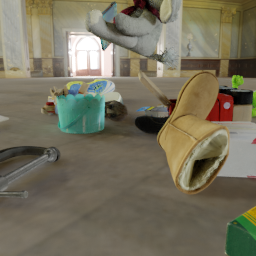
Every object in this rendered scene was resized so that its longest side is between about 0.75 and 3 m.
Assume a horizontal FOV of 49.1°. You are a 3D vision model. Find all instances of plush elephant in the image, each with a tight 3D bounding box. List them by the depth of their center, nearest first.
[{"bbox_3d":[0.416,-2.911,6.950,2.620,2.029,2.158,22,13,-1],"label":"plush elephant"}]

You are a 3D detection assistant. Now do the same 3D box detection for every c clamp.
[{"bbox_3d":[-2.001,0.715,4.901,1.971,0.312,2.307,-2,13,14],"label":"c clamp"}]

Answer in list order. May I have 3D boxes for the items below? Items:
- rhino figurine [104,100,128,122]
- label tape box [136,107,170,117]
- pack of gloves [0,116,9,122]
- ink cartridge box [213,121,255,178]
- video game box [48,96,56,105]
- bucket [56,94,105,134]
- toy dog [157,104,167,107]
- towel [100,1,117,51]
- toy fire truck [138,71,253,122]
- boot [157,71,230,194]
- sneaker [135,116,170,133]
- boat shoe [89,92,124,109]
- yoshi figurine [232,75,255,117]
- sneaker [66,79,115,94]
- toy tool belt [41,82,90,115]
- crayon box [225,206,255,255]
[{"bbox_3d":[-0.551,-0.673,10.072,0.989,0.676,2.262,8,9,-8],"label":"rhino figurine"},{"bbox_3d":[1.089,-0.421,9.429,1.462,0.483,1.047,2,12,17],"label":"label tape box"},{"bbox_3d":[-5.022,-0.060,8.426,1.781,0.418,2.120,14,19,11],"label":"pack of gloves"},{"bbox_3d":[2.131,0.354,5.437,1.185,0.681,1.632,1,13,5],"label":"ink cartridge box"},{"bbox_3d":[-3.093,-1.344,13.782,1.631,0.382,1.486,-3,10,-15],"label":"video game box"},{"bbox_3d":[-1.389,-0.461,8.374,1.549,1.008,1.549,0,12,0],"label":"bucket"},{"bbox_3d":[1.146,-0.580,10.519,0.951,0.458,0.627,-20,22,-17],"label":"toy dog"},{"bbox_3d":[-0.808,-4.265,11.880,0.194,1.309,1.785,30,-22,18],"label":"towel"},{"bbox_3d":[1.681,-0.667,7.665,2.695,1.734,2.372,-2,13,-3],"label":"toy fire truck"},{"bbox_3d":[1.328,-0.092,5.096,0.773,2.047,2.338,26,8,-5],"label":"boot"},{"bbox_3d":[1.059,-0.098,8.059,1.593,0.478,0.831,11,16,22],"label":"sneaker"},{"bbox_3d":[-1.264,-1.057,12.265,2.366,0.861,0.731,-1,-33,28],"label":"boat shoe"},{"bbox_3d":[4.371,-1.124,10.719,2.734,1.537,1.531,1,28,-8],"label":"yoshi figurine"},{"bbox_3d":[-1.963,-2.009,15.733,2.953,1.118,1.551,-9,30,-21],"label":"sneaker"},{"bbox_3d":[-2.378,-1.169,10.873,2.089,1.284,1.304,5,14,22],"label":"toy tool belt"},{"bbox_3d":[1.811,1.166,2.514,0.965,0.386,1.519,-10,16,-38],"label":"crayon box"}]
